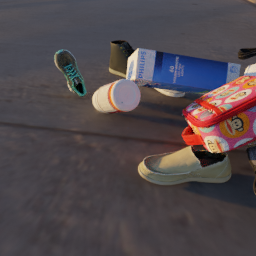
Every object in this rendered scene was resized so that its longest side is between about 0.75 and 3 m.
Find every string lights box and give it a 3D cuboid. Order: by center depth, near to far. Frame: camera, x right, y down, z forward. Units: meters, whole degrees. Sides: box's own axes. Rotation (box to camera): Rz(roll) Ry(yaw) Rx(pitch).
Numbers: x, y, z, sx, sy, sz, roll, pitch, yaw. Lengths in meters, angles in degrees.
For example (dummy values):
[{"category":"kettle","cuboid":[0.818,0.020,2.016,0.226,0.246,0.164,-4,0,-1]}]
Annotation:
[{"category":"string lights box","cuboid":[1.416,-1.443,7.650,2.739,0.807,1.407,6,3,-11]}]

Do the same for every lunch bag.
[{"category":"lunch bag","cuboid":[2.001,-0.263,5.781,1.954,0.909,2.219,-29,9,6]}]

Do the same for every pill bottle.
[{"category":"pill bottle","cuboid":[-0.348,-0.759,7.090,0.768,0.768,1.402,-19,8,-27]}]

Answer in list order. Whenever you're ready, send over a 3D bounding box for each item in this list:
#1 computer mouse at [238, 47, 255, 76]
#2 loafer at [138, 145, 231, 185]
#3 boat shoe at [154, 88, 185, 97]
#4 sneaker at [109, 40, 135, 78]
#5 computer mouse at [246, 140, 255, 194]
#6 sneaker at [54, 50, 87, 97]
[{"category":"computer mouse","cuboid":[3.762,-1.551,7.884,1.346,0.539,2.455,-1,55,27]},{"category":"loafer","cuboid":[1.099,0.664,5.386,1.806,0.617,0.683,-1,32,-3]},{"category":"boat shoe","cuboid":[1.147,-1.396,8.754,1.423,0.465,0.524,27,41,28]},{"category":"sneaker","cuboid":[0.205,-2.317,9.623,2.136,1.134,0.799,18,38,27]},{"category":"computer mouse","cuboid":[3.381,0.935,4.837,2.676,0.587,1.468,10,34,2]},{"category":"sneaker","cuboid":[-1.556,-1.529,8.021,0.597,1.539,0.702,-34,46,-9]}]
